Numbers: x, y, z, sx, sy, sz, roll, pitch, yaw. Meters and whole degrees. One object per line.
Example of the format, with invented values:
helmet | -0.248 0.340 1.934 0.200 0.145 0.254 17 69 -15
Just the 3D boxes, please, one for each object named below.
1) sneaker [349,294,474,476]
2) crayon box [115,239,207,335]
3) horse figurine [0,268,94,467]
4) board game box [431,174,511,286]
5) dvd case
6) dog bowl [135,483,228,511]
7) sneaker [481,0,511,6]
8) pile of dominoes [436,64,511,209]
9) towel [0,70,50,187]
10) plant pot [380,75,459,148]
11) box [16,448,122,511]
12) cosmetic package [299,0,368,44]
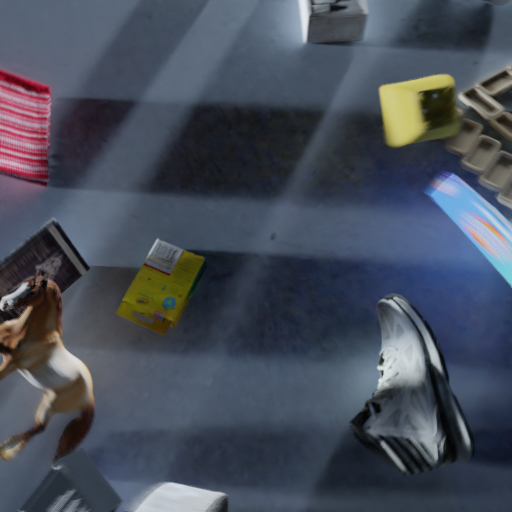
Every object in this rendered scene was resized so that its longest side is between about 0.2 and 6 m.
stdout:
sneaker | 1.802 1.723 7.498 1.372 0.900 2.385 -15 68 -9
crayon box | -1.407 0.494 8.381 0.843 0.337 1.328 23 66 10
horse figurine | -2.775 1.592 6.986 1.782 2.689 0.671 -38 37 -21
board game box | 3.472 -0.094 7.690 0.463 1.566 2.059 -47 47 21
dvd case | -3.233 0.374 7.930 0.131 1.224 1.646 35 68 28
dog bowl | -1.029 3.309 5.599 0.627 2.137 2.137 20 66 16
sneaker | 4.216 -5.994 11.112 2.286 0.841 1.348 28 73 2
pile of dominoes | 4.711 -1.726 9.510 2.643 0.540 3.391 -29 60 -12
towel | -4.097 -2.203 9.214 1.476 0.230 2.041 14 58 -40
plant pot | 2.533 -2.193 8.447 0.987 1.010 0.981 -11 102 -1
box | -2.308 3.085 6.759 0.856 0.478 1.213 45 109 14
cosmetic package | 1.413 -5.451 10.951 1.149 0.705 2.784 -3 65 -2
